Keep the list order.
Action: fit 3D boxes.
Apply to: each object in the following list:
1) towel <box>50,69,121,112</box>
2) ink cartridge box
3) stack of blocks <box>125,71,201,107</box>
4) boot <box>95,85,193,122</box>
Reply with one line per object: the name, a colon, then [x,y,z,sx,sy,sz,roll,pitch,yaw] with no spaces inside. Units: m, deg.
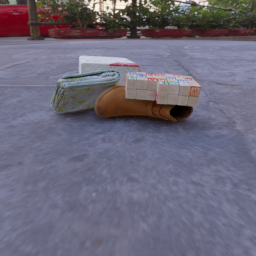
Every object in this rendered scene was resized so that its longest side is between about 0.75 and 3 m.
towel: [-1.368,-1.155,8.859,1.994,0.480,1.707,-11,-18,-29]
ink cartridge box: [-0.889,-2.174,11.434,2.170,1.226,2.957,0,19,-10]
stack of blocks: [0.909,-1.109,7.809,1.936,0.567,1.115,4,24,-3]
boot: [0.496,-0.592,8.388,2.553,0.979,1.982,-6,23,-38]
